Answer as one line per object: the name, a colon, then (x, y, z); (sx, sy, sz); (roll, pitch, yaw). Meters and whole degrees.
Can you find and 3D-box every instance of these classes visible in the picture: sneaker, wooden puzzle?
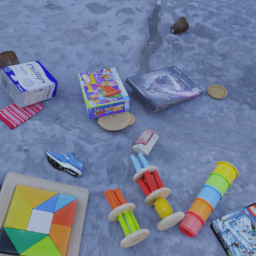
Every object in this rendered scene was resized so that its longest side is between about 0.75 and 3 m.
sneaker: (-2.282, 1.193, 10.203); (1.542, 0.605, 0.687); (25, 49, 8)
wooden puzzle: (-2.662, 2.812, 8.406); (2.708, 0.545, 2.928); (15, 50, -13)

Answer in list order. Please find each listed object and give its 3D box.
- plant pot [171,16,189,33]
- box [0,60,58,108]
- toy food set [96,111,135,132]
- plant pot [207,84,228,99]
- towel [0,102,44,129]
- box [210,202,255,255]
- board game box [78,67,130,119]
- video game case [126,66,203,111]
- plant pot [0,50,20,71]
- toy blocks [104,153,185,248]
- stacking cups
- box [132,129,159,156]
plant pot: (2.773, -5.524, 15.284); (0.824, 0.770, 0.770); (-31, 57, -4)
box: (-4.184, -1.915, 11.888); (1.753, 0.920, 1.612); (-27, 65, -41)
toy food set: (-0.544, -0.383, 11.429); (1.400, 0.344, 1.415); (34, 56, 31)
plant pot: (4.010, -1.610, 12.587); (0.890, 0.122, 0.890); (0, 52, 0)
towel: (-4.585, -0.739, 11.875); (1.222, 0.190, 1.690); (37, 60, 24)
box: (3.816, 3.620, 8.323); (1.645, 0.479, 2.403); (-18, 55, -13)
board game box: (-1.072, -1.569, 12.014); (1.732, 0.577, 2.576); (-13, 45, -10)
video game case: (1.623, -1.820, 12.247); (2.873, 0.272, 2.052); (-20, 55, -32)
plant pot: (-5.338, -2.633, 12.735); (1.193, 1.193, 1.277); (-33, 89, -23)
toy blocks: (0.238, 2.168, 9.152); (2.202, 0.960, 2.642); (-20, 54, -14)
stacking cups: (2.609, 2.325, 9.237); (0.830, 0.830, 2.745); (34, 64, 23)
box: (0.654, 0.540, 10.381); (0.475, 0.558, 0.873); (42, 67, -14)
